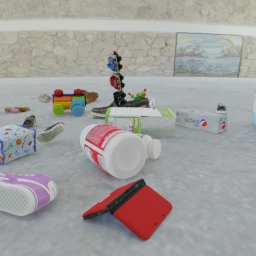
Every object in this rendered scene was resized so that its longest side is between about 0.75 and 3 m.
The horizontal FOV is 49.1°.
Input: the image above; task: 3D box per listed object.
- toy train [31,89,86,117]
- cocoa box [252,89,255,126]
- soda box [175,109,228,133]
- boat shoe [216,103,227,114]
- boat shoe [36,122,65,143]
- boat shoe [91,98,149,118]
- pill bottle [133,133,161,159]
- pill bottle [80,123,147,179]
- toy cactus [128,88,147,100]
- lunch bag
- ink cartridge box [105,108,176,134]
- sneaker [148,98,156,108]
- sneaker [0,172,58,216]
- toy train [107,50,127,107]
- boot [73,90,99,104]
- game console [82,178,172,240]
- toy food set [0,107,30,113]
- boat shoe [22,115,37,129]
[{"bbox_3d":[-3.560,-1.155,14.150,2.866,1.213,1.658,-2,27,-8],"label":"toy train"},{"bbox_3d":[5.897,-0.713,10.983,1.541,1.566,2.349,4,14,15],"label":"cocoa box"},{"bbox_3d":[2.924,-0.306,11.321,0.689,0.640,2.018,-13,19,-43],"label":"soda box"},{"bbox_3d":[4.949,-1.059,14.836,0.510,0.472,1.381,4,14,15],"label":"boat shoe"},{"bbox_3d":[-2.492,0.145,9.095,1.082,0.404,0.337,-29,25,13],"label":"boat shoe"},{"bbox_3d":[-0.360,-1.041,13.706,2.951,0.956,1.080,-5,14,-19],"label":"boat shoe"},{"bbox_3d":[0.270,0.504,7.830,1.227,0.689,0.689,8,16,30],"label":"pill bottle"},{"bbox_3d":[-0.478,0.477,7.081,1.076,1.076,1.917,-8,16,-31],"label":"pill bottle"},{"bbox_3d":[0.391,-1.560,15.706,1.522,0.778,1.256,-23,35,40],"label":"toy cactus"},{"bbox_3d":[-3.547,0.386,7.961,1.431,0.886,1.217,16,19,25],"label":"lunch bag"},{"bbox_3d":[0.408,-0.183,10.260,2.410,0.913,1.781,1,13,-1],"label":"ink cartridge box"},{"bbox_3d":[0.943,-1.289,15.742,1.018,0.647,1.785,-10,9,-8],"label":"sneaker"},{"bbox_3d":[-2.230,1.149,5.463,1.849,0.670,1.054,14,12,22],"label":"sneaker"},{"bbox_3d":[-0.343,-1.401,8.328,0.430,1.880,0.321,-28,46,-21],"label":"toy train"},{"bbox_3d":[-3.199,-1.937,18.681,1.963,0.714,2.085,12,23,15],"label":"boot"},{"bbox_3d":[0.011,1.479,4.990,1.066,0.734,1.237,-29,-4,32],"label":"game console"},{"bbox_3d":[-5.955,-0.960,14.997,1.065,0.264,1.675,11,10,39],"label":"toy food set"},{"bbox_3d":[-4.061,-0.246,11.421,0.486,0.478,1.303,-2,14,-8],"label":"boat shoe"}]
